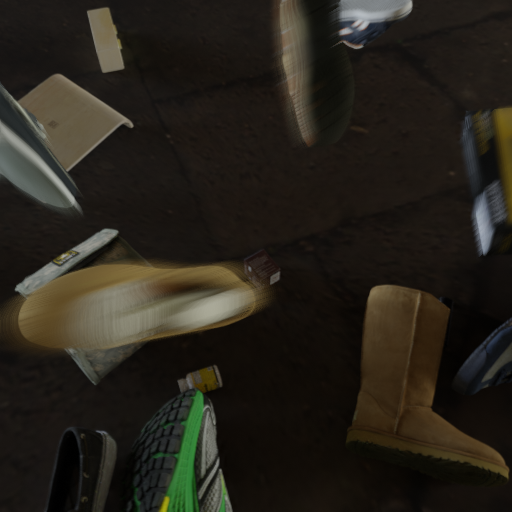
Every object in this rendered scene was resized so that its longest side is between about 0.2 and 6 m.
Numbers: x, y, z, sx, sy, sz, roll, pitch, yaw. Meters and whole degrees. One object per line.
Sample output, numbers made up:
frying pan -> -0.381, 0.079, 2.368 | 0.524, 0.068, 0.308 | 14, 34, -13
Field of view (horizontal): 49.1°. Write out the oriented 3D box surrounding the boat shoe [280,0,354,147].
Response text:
boat shoe -> 0.861, -2.907, 8.457 | 0.924, 2.442, 0.902 | -12, 20, -18

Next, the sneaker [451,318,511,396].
sneaker -> 3.972, 1.406, 8.038 | 2.534, 0.889, 1.040 | -30, 58, -18

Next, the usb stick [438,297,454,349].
usb stick -> 2.923, 1.029, 8.746 | 0.245, 0.144, 0.882 | 17, 57, 5

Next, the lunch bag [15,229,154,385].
lunch bag -> -2.447, 0.552, 8.448 | 1.672, 1.199, 2.039 | -39, 60, -24

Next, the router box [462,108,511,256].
router box -> 4.278, -1.195, 8.364 | 1.958, 0.650, 2.490 | -3, 54, 11

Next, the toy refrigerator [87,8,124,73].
toy refrigerator -> -3.314, -4.795, 12.404 | 0.531, 0.576, 1.518 | -14, 56, -9

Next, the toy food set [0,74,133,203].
toy food set -> -3.824, -2.277, 10.732 | 1.743, 0.734, 2.430 | 35, 63, 8

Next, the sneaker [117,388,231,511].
sneaker -> -0.828, 3.223, 6.782 | 1.456, 1.334, 3.418 | 29, 39, -30

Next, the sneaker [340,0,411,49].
sneaker -> 1.891, -3.845, 9.200 | 0.669, 0.677, 1.705 | -42, 37, -16

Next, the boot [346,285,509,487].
boot -> 2.473, 1.711, 7.892 | 2.185, 0.825, 2.495 | 14, 56, 9

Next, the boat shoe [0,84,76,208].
boat shoe -> -3.307, -1.708, 7.469 | 1.002, 2.651, 0.800 | 0, 54, 33

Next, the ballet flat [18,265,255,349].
ballet flat -> -0.869, 0.400, 4.617 | 1.975, 0.678, 0.622 | -9, 18, -35

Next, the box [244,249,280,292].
box -> 0.093, 0.244, 9.116 | 0.394, 0.398, 0.480 | -30, 61, -19

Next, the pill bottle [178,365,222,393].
pill bottle -> -0.816, 1.825, 8.100 | 0.592, 0.329, 0.329 | -16, 58, -11

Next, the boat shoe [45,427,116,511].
boat shoe -> -2.294, 3.187, 6.731 | 0.811, 0.768, 2.319 | -18, 48, 32
